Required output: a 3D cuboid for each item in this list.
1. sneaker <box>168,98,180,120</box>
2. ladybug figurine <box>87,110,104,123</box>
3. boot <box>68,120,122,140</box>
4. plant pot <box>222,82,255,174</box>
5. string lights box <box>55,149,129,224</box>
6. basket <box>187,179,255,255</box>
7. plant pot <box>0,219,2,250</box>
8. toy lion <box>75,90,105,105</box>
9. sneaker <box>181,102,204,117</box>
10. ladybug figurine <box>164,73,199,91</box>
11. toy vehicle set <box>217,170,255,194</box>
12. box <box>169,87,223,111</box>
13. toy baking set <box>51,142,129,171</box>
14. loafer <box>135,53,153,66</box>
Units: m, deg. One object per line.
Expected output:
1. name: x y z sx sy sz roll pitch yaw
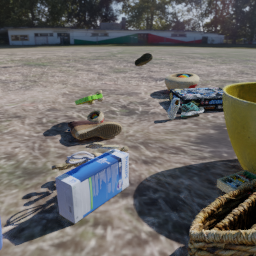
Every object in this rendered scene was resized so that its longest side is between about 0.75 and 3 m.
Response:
1. sneaker: 1.854 -0.774 11.286 0.345 0.903 0.365 14 -3 -15
2. ladybug figurine: -1.220 -0.343 10.740 0.652 0.346 0.961 -27 33 -4
3. boot: -1.186 -0.071 9.781 1.682 0.608 1.399 -9 22 -20
4. plant pot: 3.792 0.145 7.061 2.943 2.089 2.943 1 20 0
5. string lights box: -0.679 1.171 6.028 0.507 0.883 1.719 15 25 35
6. basket: 1.978 1.389 4.268 2.302 1.715 1.643 -18 27 -38
7. plant pot: -3.658 0.871 4.699 2.453 2.454 2.206 -9 17 -29
8. toy lion: -1.556 -1.061 10.600 1.118 0.400 1.166 -21 6 -38
9. sneaker: 2.721 -0.835 11.790 1.231 0.561 0.477 -12 4 -34
10. ladybug figurine: 3.067 -2.530 15.887 1.802 0.955 2.655 14 24 32
11. toy vehicle set: 2.928 1.464 6.216 0.992 0.212 1.596 -11 23 -28
12. box: 3.538 -1.407 13.349 2.675 0.615 2.126 -3 21 -9
13. toy baking set: -0.821 0.740 6.518 1.636 0.248 2.131 -6 -18 -38
14. loafer: 0.674 -2.763 11.341 0.318 0.358 0.942 -2 -6 -43
